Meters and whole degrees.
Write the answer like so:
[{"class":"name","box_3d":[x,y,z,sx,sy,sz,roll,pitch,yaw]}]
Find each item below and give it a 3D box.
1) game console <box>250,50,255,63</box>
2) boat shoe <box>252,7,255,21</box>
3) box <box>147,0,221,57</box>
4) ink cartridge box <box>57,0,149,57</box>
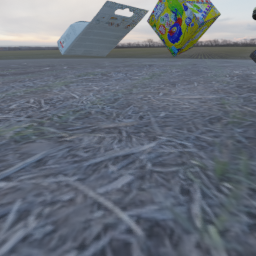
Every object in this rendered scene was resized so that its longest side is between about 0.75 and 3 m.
[{"class":"game console","box_3d":[3.798,-2.622,6.675,1.420,2.048,2.400,-4,23,15]},{"class":"boat shoe","box_3d":[2.845,-2.006,5.203,0.445,0.410,1.247,24,4,-46]},{"class":"box","box_3d":[1.751,-3.597,9.145,1.037,1.637,1.700,-31,-9,-29]},{"class":"ink cartridge box","box_3d":[-0.910,-3.529,9.775,2.196,0.679,2.708,-14,-17,-48]}]
